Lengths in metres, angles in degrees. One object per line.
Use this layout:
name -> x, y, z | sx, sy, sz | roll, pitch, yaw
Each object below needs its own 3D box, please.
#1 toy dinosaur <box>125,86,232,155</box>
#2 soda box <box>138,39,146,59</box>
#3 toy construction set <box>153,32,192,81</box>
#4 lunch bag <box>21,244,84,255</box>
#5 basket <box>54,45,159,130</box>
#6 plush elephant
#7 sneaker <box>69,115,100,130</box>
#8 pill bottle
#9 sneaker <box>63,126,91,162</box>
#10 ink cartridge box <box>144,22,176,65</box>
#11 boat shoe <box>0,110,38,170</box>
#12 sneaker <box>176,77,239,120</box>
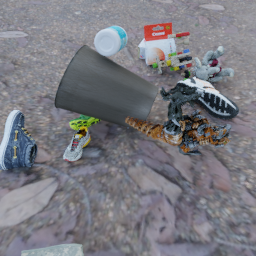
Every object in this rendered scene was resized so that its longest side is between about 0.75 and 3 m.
toy dinosaur -> 1.505, -0.133, 8.194 | 2.976, 2.020, 1.520 | -2, 18, -14
soda box -> 1.028, -4.001, 13.454 | 0.579, 0.619, 1.819 | 15, 46, 15
toy construction set -> 1.780, -2.954, 11.598 | 1.475, 1.919, 1.601 | -8, 36, -1
lunch bag -> -1.556, 3.145, 5.905 | 1.359, 0.799, 1.115 | -8, 44, -2
basket -> -0.558, -1.182, 9.295 | 2.821, 1.918, 2.543 | 23, 53, -1
plush elephant -> 3.265, -2.344, 11.284 | 1.638, 1.349, 1.268 | -12, 22, 30
sneaker -> -1.498, -0.307, 9.759 | 1.289, 0.477, 0.539 | -23, 48, -35
pill bottle -> -0.477, -2.799, 8.902 | 0.796, 0.796, 1.436 | 10, 28, 11
sneaker -> -1.644, 0.487, 8.828 | 0.538, 0.567, 1.381 | 12, 46, 13
ink cartridge box -> 1.445, -3.725, 12.420 | 1.370, 1.690, 0.424 | -10, 24, -11
boat shoe -> -3.337, 0.342, 8.888 | 1.011, 0.788, 2.227 | -1, 51, -2
sneaker -> 3.032, -1.236, 10.370 | 1.023, 0.942, 2.556 | -31, 52, -30
